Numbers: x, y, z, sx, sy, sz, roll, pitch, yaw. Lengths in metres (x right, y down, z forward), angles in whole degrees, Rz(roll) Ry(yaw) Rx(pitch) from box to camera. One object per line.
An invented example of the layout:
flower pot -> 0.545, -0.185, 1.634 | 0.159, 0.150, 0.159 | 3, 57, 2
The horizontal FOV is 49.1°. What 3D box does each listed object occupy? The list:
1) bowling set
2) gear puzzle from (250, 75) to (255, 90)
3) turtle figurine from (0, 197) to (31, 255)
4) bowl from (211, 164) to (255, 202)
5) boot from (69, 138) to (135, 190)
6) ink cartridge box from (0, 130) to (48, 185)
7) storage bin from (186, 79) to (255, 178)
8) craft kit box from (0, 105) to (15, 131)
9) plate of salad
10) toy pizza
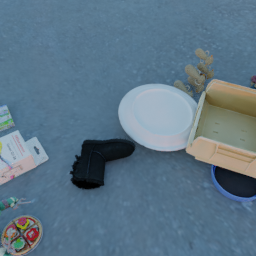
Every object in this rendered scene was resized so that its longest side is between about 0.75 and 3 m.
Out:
bowling set -> 2.870, -1.994, 10.890 | 1.351, 1.942, 1.042 | 3, 39, -40
gear puzzle -> 6.199, -1.497, 11.002 | 2.620, 0.343, 1.357 | 14, 51, 12
turtle figurine -> -3.072, 2.316, 6.455 | 1.132, 2.249, 1.683 | 19, 39, -18
bowl -> 3.348, 1.448, 8.479 | 1.669, 0.328, 1.669 | 0, 50, 0
boot -> -0.776, 1.088, 8.549 | 1.886, 0.698, 1.546 | 0, 47, 10
ink cartridge box -> -3.713, 0.895, 8.703 | 2.102, 0.709, 1.224 | -28, 55, -22
storage bin -> 3.339, -0.051, 8.687 | 2.491, 1.176, 2.509 | 17, 55, 9
craft kit box -> -4.727, -0.287, 10.044 | 1.054, 0.256, 1.041 | -23, 51, -18
plate of salad -> 1.134, -0.383, 9.747 | 2.964, 0.712, 2.964 | 3, 52, -5
toy pizza -> -2.814, 2.805, 7.409 | 1.093, 0.173, 1.093 | 0, 49, 0
